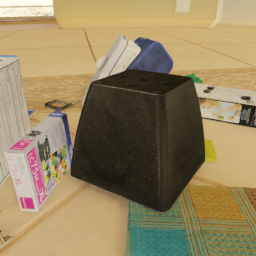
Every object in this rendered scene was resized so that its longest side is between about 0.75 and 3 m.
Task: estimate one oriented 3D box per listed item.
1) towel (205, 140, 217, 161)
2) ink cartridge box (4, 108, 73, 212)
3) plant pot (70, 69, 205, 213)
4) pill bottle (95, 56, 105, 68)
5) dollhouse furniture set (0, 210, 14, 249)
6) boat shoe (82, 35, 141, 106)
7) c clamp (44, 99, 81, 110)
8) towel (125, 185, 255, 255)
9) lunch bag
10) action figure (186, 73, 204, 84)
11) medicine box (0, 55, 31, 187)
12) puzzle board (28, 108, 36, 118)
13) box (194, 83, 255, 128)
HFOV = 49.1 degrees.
[{"bbox_3d":[1.186,0.567,7.742,2.351,0.212,1.012,4,30,7],"label":"towel"},{"bbox_3d":[-1.776,0.568,6.326,0.489,1.390,2.329,1,26,11],"label":"ink cartridge box"},{"bbox_3d":[0.304,-0.048,6.194,2.416,2.143,2.410,14,27,29],"label":"plant pot"},{"bbox_3d":[-0.841,-2.591,12.791,1.323,0.748,0.748,48,38,3],"label":"pill bottle"},{"bbox_3d":[-2.524,1.841,4.894,0.825,0.582,0.578,-17,9,42],"label":"dollhouse furniture set"},{"bbox_3d":[-0.571,-1.714,9.582,0.994,2.847,1.009,26,22,-23],"label":"boat shoe"},{"bbox_3d":[-2.577,-0.914,10.807,1.159,0.157,0.990,13,34,22],"label":"c clamp"},{"bbox_3d":[1.418,1.771,5.168,2.908,0.315,2.132,2,26,2],"label":"towel"},{"bbox_3d":[0.581,-2.633,11.689,2.408,1.636,1.593,-48,40,-4],"label":"lunch bag"},{"bbox_3d":[2.262,-1.943,12.461,1.870,0.511,1.104,-14,30,-12],"label":"action figure"},{"bbox_3d":[-3.490,-0.103,6.365,1.444,2.555,2.805,2,26,4],"label":"medicine box"},{"bbox_3d":[-4.378,-0.324,9.230,2.152,0.187,1.622,10,34,10],"label":"puzzle board"},{"bbox_3d":[3.363,-0.862,9.914,2.661,0.800,1.552,13,29,23],"label":"box"}]
